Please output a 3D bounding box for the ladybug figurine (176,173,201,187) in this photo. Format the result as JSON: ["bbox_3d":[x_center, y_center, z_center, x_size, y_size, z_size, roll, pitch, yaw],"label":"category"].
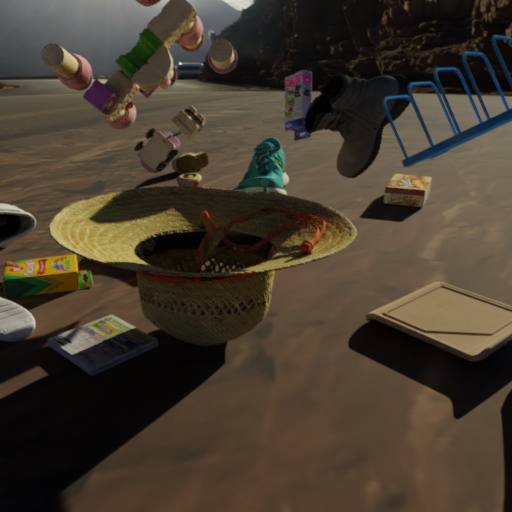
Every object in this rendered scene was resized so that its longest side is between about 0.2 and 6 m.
[{"bbox_3d":[-1.821,-2.025,15.229,0.631,0.335,0.930,6,21,16],"label":"ladybug figurine"}]

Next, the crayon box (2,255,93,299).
[{"bbox_3d":[-3.343,0.305,9.036,1.318,0.335,0.837,-7,22,-19],"label":"crayon box"}]

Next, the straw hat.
[{"bbox_3d":[-0.652,0.272,7.328,3.772,1.596,3.772,2,22,-1],"label":"straw hat"}]

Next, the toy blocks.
[{"bbox_3d":[-1.834,-3.305,10.355,2.886,2.697,2.429,43,3,-2],"label":"toy blocks"}]

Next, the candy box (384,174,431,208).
[{"bbox_3d":[3.828,-1.662,14.086,0.950,0.455,1.645,8,22,20],"label":"candy box"}]

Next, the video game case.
[{"bbox_3d":[-1.968,1.116,7.183,1.074,0.118,0.977,18,27,40],"label":"video game case"}]

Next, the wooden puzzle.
[{"bbox_3d":[2.671,0.878,7.605,1.670,0.336,1.805,-17,22,-37],"label":"wooden puzzle"}]

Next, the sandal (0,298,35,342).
[{"bbox_3d":[-4.037,0.790,7.509,2.145,0.615,0.822,24,32,3],"label":"sandal"}]

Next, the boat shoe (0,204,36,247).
[{"bbox_3d":[-5.301,-0.402,10.174,0.883,0.967,2.687,8,13,32],"label":"boat shoe"}]

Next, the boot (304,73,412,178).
[{"bbox_3d":[1.380,-2.092,9.059,1.440,2.188,0.764,-8,57,-23],"label":"boot"}]

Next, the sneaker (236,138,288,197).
[{"bbox_3d":[0.168,-2.248,14.416,1.297,1.333,3.346,1,21,4],"label":"sneaker"}]

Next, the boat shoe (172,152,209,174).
[{"bbox_3d":[-2.091,-2.806,17.041,0.570,0.635,1.716,1,14,27],"label":"boat shoe"}]

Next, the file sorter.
[{"bbox_3d":[2.593,-1.941,7.109,1.588,0.974,1.102,-23,1,40],"label":"file sorter"}]

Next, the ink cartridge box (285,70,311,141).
[{"bbox_3d":[0.832,-2.974,11.183,0.268,1.279,0.763,-5,7,-22],"label":"ink cartridge box"}]
